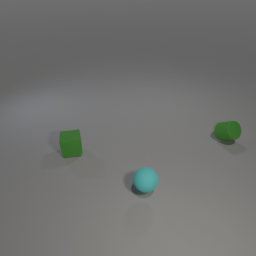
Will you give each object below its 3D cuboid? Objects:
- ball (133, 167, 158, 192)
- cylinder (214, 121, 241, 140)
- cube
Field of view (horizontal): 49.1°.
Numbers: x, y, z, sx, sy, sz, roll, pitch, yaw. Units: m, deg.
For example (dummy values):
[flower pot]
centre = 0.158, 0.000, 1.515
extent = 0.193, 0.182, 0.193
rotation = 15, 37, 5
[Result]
[ball]
centre = 0.499, 1.463, 7.913
extent = 0.700, 0.700, 0.700
rotation = 0, 30, 0
[cylinder]
centre = 3.763, 0.104, 10.569
extent = 0.700, 0.700, 0.700
rotation = -17, 4, -26
[cube]
centre = -2.034, 0.549, 10.013
extent = 0.700, 0.700, 0.700
rotation = -8, 31, -7
